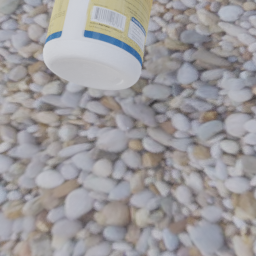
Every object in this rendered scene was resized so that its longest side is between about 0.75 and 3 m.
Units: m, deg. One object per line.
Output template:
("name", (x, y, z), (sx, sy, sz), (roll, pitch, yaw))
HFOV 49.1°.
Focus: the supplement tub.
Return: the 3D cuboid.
("supplement tub", (-0.562, -2.562, 6.319), (2.147, 2.147, 2.968), (9, 81, 4))
